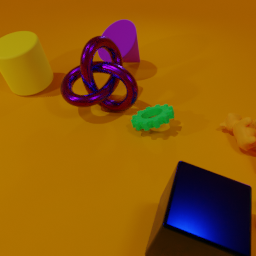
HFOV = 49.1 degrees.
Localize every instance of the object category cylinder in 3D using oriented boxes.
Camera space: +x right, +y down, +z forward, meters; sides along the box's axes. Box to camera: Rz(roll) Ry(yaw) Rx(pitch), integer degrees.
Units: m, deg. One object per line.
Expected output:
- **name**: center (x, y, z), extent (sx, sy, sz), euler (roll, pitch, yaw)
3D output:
- **cylinder**: center (-2.958, -1.823, 7.936), extent (1.314, 1.314, 1.314), euler (-5, 48, 6)

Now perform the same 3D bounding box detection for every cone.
- **cone**: center (0.024, -2.411, 8.890), extent (1.404, 1.410, 1.404), euler (-12, 68, 31)

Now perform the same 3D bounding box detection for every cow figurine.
- **cow figurine**: center (2.616, 0.078, 6.538), extent (0.546, 0.979, 0.995), euler (9, 68, -23)

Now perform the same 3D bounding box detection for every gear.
- **gear**: center (0.608, -0.276, 6.917), extent (1.061, 0.196, 1.061), euler (-17, 22, 7)

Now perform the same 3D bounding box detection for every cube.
- **cube**: center (1.107, 1.500, 4.469), extent (1.218, 1.218, 1.218), euler (20, 46, 6)

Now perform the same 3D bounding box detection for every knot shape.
- **knot shape**: center (-0.673, -1.385, 7.106), extent (1.966, 1.840, 0.908), euler (7, 3, -8)
